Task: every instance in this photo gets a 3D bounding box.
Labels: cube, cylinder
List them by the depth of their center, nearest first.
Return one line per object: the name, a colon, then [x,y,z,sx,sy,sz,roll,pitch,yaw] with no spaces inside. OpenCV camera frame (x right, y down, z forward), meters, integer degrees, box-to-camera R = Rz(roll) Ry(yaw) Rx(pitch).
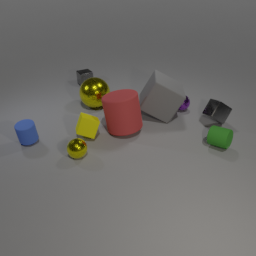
cylinder: [3.284,0.320,9.992,0.700,0.700,0.700,17,34,37]
cylinder: [-3.692,0.151,10.207,0.700,0.700,0.700,-2,37,2]
cube: [-1.524,-0.097,10.520,0.700,0.700,0.700,17,12,-18]
cylinder: [-0.214,-0.618,10.803,1.400,1.400,1.400,-8,25,4]
cube: [3.565,-0.673,11.221,0.700,0.700,0.700,27,5,-22]
cube: [1.401,-1.327,11.742,1.400,1.400,1.400,25,30,-12]
cube: [-2.314,-2.719,15.109,0.700,0.700,0.700,-18,35,-25]

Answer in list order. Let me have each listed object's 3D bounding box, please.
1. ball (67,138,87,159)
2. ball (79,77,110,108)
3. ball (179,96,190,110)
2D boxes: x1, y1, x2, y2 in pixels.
ball: [-1.737,0.696,9.563,0.700,0.700,0.700,0,31,0]
ball: [-1.508,-1.600,12.730,1.400,1.400,1.400,0,31,0]
ball: [2.411,-1.142,12.485,0.700,0.700,0.700,0,31,0]
